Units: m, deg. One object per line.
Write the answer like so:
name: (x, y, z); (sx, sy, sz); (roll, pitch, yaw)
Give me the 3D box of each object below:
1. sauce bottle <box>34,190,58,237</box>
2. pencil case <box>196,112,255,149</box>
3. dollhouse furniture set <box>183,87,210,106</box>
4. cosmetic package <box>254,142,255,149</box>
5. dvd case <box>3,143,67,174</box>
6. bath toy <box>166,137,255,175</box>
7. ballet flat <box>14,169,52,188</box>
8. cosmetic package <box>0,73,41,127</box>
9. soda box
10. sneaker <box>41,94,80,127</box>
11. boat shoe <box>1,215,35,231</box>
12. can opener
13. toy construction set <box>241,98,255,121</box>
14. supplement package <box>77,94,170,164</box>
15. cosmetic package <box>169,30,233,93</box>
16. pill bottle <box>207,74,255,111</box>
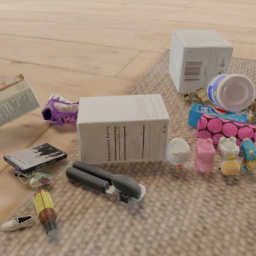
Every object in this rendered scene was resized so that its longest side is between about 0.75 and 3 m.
sauce bottle: (-2.117, 2.198, 7.244); (0.454, 0.454, 1.377); (-14, 37, -19)
pencil case: (3.418, 0.119, 9.733); (2.021, 0.917, 0.947); (16, 79, 15)
dollhouse furniture set: (2.978, -1.102, 12.117); (0.966, 0.607, 1.092); (-21, 34, 14)
cosmetic package: (4.869, 1.115, 8.585); (0.978, 0.687, 1.929); (-14, 36, -20)
dvd case: (-2.925, 0.920, 8.921); (1.181, 0.194, 1.571); (21, 27, 37)
bath toy: (2.504, 0.916, 8.683); (2.634, 0.974, 1.146); (1, 54, 4)
ballet flat: (-2.866, 1.489, 8.339); (1.326, 0.458, 0.472); (13, 55, 26)
cosmetic package: (-4.475, -0.877, 10.093); (2.202, 1.138, 0.961); (-30, 57, -17)
soda box: (3.367, -0.306, 10.633); (2.039, 0.692, 0.654); (15, 38, 22)
sneaker: (-2.307, -0.490, 10.760); (2.560, 1.030, 1.132); (14, 43, 27)
boat shoe: (-2.804, 2.390, 7.109); (0.801, 0.263, 0.288); (-6, 35, -9)
can opener: (-0.664, 1.446, 8.070); (2.552, 0.848, 0.672); (13, 35, 27)
toy construction set: (5.061, -0.575, 10.962); (1.083, 1.175, 1.409); (-22, 47, -1)
supplement package: (-0.190, 0.011, 9.309); (2.780, 1.665, 1.686); (-2, 35, -3)
cosmetic package: (3.353, -3.279, 13.559); (2.253, 2.267, 2.709); (-2, 35, -3)
pill bottle: (3.995, -1.482, 11.303); (1.368, 1.368, 2.442); (2, 10, 3)
